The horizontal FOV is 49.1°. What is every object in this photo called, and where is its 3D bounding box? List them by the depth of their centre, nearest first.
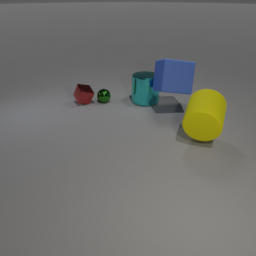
[{"bbox_3d":[2.817,-0.481,10.276,1.400,1.400,1.400,10,45,18],"label":"cylinder"},{"bbox_3d":[2.028,-2.298,12.611,1.400,1.400,1.400,4,9,-13],"label":"cube"},{"bbox_3d":[-2.205,-1.691,13.947,0.700,0.700,0.700,1,42,-38],"label":"cube"},{"bbox_3d":[0.892,-2.003,14.117,1.400,1.400,1.400,1,26,0],"label":"cylinder"},{"bbox_3d":[-1.228,-1.642,14.232,0.700,0.700,0.700,0,28,0],"label":"ball"}]
